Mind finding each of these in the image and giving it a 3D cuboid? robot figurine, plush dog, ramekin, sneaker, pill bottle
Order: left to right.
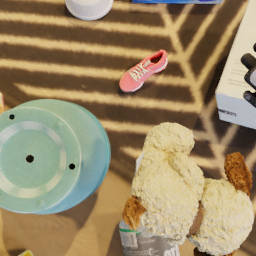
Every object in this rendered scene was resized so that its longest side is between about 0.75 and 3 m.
[{"bbox_3d":[-1.140,-3.876,7.924,1.442,0.672,1.442,0,79,0],"label":"ramekin"},{"bbox_3d":[0.392,-1.587,7.493,1.590,0.690,0.586,-38,82,-6],"label":"sneaker"},{"bbox_3d":[0.583,3.132,6.334,1.257,1.257,2.223,-10,81,-2],"label":"pill bottle"},{"bbox_3d":[0.903,1.105,4.036,1.748,1.633,2.035,14,104,8],"label":"plush dog"},{"bbox_3d":[2.496,-0.839,4.599,1.358,1.020,0.847,44,57,7],"label":"robot figurine"}]

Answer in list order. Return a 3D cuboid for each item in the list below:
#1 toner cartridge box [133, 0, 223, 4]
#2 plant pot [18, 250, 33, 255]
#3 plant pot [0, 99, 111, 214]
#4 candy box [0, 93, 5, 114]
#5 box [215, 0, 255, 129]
[{"bbox_3d":[1.444,-4.290,8.055,2.623,0.566,1.246,1,81,1],"label":"toner cartridge box"},{"bbox_3d":[-2.975,4.278,5.783,1.937,2.196,2.196,-28,80,7],"label":"plant pot"},{"bbox_3d":[-1.736,0.588,5.958,2.742,2.576,2.742,0,86,-4],"label":"plant pot"},{"bbox_3d":[-4.058,-0.411,7.413,1.474,0.408,0.851,-12,79,-2],"label":"candy box"},{"bbox_3d":[3.809,-1.340,6.453,2.735,1.797,2.750,17,80,26],"label":"box"}]
